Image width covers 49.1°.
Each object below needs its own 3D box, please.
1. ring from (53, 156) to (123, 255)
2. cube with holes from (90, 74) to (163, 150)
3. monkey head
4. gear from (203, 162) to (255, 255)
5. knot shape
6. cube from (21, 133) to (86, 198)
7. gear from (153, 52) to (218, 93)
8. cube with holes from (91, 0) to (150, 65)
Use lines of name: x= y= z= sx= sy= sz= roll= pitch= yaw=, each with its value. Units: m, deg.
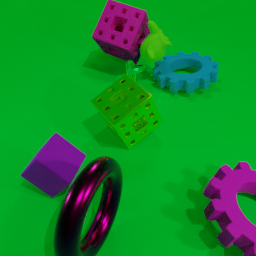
ring: x=-0.579 y=1.374 z=4.618 sx=0.374 sy=1.872 sz=1.872 roll=15 pitch=44 yaw=18
cube with holes: x=-0.016 y=-0.400 z=7.023 sx=1.115 sy=1.115 sz=1.115 roll=-39 pitch=51 yaw=-6
monkey head: x=0.731 y=-2.645 z=8.728 sx=0.950 sy=1.135 sz=1.577 roll=-36 pitch=20 yaw=10
gear: x=2.492 y=1.581 z=5.309 sx=2.079 sy=0.384 sz=2.079 roll=9 pitch=43 yaw=-8
knot shape: x=0.041 y=-1.540 z=8.414 sx=0.487 sy=0.986 sz=1.053 roll=40 pitch=26 yaw=11
cube: x=-1.537 y=0.777 z=5.833 sx=0.827 sy=0.827 sz=0.827 roll=40 pitch=40 yaw=-13
gear: x=1.882 y=-1.880 z=9.242 sx=2.078 sy=0.384 sz=2.078 roll=-5 pitch=40 yaw=4
cube with holes: x=-0.158 y=-3.165 z=9.380 sx=1.340 sy=1.340 sz=1.340 roll=24 pitch=89 yaw=14
